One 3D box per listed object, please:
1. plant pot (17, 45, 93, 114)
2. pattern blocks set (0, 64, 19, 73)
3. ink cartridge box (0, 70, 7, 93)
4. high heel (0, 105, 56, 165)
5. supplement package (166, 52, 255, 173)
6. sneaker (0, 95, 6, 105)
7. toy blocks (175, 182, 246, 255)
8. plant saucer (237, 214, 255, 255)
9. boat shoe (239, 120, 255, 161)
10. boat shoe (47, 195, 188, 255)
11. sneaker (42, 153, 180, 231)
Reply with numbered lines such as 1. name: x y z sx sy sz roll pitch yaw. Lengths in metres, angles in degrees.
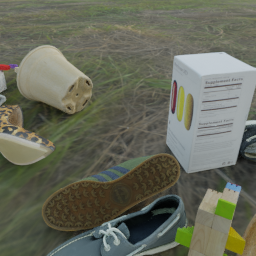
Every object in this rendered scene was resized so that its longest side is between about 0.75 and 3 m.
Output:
1. plant pot: -2.106 -1.337 8.621 1.709 1.866 1.866 32 42 25
2. pattern blocks set: -3.399 -2.081 10.553 2.676 0.217 2.352 13 14 13
3. ink cartridge box: -5.206 -1.402 9.485 1.255 0.756 1.728 6 29 10
4. high heel: -2.549 -0.054 6.936 2.707 0.966 1.929 3 36 23
5. supplement package: 1.724 -0.359 6.214 1.254 2.289 1.302 -8 32 -14
6. sneaker: -4.323 -0.626 8.316 0.804 0.605 1.719 0 27 11
7. toy blocks: 1.229 1.499 4.045 0.811 1.623 1.109 16 19 24
8. plant saucer: 2.644 1.853 2.848 0.530 2.995 2.995 35 10 -36
9. boat shoe: 3.874 0.317 6.427 2.797 1.058 0.844 -8 29 10
10. boat shoe: -0.160 1.657 4.323 2.448 0.756 0.891 -13 33 -20
11. sneaker: -0.253 1.160 5.236 2.469 0.828 1.108 -22 -6 0
